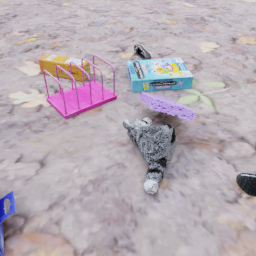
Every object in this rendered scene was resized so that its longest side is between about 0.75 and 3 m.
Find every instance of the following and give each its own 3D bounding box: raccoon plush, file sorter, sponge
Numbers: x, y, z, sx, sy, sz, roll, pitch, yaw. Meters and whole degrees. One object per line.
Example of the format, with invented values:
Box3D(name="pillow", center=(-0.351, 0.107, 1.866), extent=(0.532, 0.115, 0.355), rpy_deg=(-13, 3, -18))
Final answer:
Box3D(name="raccoon plush", center=(0.409, 0.653, 9.156), extent=(1.841, 1.329, 2.747), rpy_deg=(8, 38, 23))
Box3D(name="file sorter", center=(-2.061, -1.913, 12.085), extent=(2.621, 1.644, 1.821), rpy_deg=(-25, 45, -29))
Box3D(name="sponge", center=(1.355, -0.852, 10.329), extent=(1.522, 0.407, 2.729), rpy_deg=(15, 10, -8))

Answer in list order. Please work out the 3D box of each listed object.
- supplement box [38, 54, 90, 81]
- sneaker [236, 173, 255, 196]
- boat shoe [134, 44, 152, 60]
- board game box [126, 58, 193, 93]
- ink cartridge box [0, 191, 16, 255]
Box3D(name="supplement box", center=(-3.227, -3.104, 14.301), extent=(2.564, 0.853, 0.882), rpy_deg=(14, 38, 17))
Box3D(name="sneaker", center=(4.107, 1.651, 8.386), extent=(1.748, 0.662, 0.765), rpy_deg=(16, 30, 8))
Box3D(name="boat shoe", center=(0.738, -4.424, 16.250), extent=(0.493, 0.578, 1.729), rpy_deg=(-17, 44, -28))
Box3D(name="board game box", center=(1.477, -2.672, 13.873), extent=(2.879, 0.676, 2.174), rpy_deg=(-5, 38, -6))
Box3D(name="ink cartridge box", center=(-4.261, 2.423, 6.904), extent=(2.930, 1.118, 1.999), rpy_deg=(-13, 39, -19))
